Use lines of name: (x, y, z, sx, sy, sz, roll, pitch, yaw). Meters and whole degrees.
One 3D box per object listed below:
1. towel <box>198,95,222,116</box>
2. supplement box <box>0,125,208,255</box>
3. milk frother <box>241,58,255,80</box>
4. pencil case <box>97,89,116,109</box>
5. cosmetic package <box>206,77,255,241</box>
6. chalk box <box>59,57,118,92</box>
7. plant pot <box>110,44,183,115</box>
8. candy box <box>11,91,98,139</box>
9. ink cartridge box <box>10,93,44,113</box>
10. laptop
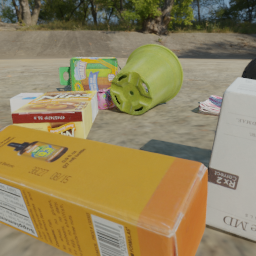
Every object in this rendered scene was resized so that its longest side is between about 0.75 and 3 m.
towel: (3.585, -0.816, 9.543, 1.876, 0.384, 2.564, 9, 19, 25)
supplement box: (-0.636, 0.722, 3.182, 2.844, 0.978, 0.946, 11, 34, 27)
milk frother: (4.935, -1.496, 7.603, 2.493, 2.650, 2.392, 3, 25, -11)
pencil case: (-0.540, -1.138, 10.074, 0.726, 0.726, 1.661, 8, 18, 26)
cosmetic package: (1.733, 0.343, 3.356, 1.329, 1.612, 1.330, 14, 21, 23)
chalk box: (-1.778, -2.327, 12.482, 2.580, 1.605, 1.597, -3, 16, -5)
plant pot: (0.481, -1.467, 9.237, 2.202, 2.202, 2.024, 8, 29, 25)
candy box: (-1.746, -0.410, 7.468, 1.605, 0.769, 2.781, -1, 17, 0)
ink cartridge box: (-2.938, -0.621, 8.301, 0.712, 0.709, 0.970, -1, 17, -2)
laptop: (0.644, -2.194, 12.641, 2.151, 1.246, 2.014, -1, 17, -5)
